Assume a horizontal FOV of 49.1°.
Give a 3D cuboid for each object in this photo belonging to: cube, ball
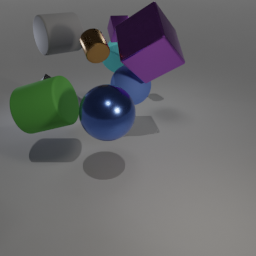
[{"bbox_3d":[-0.330,-3.749,10.617,0.700,0.700,0.700,-8,72,-18],"label":"cube"},{"bbox_3d":[0.094,-1.474,9.611,1.400,1.400,1.400,0,29,0],"label":"ball"},{"bbox_3d":[-0.509,-0.375,6.928,1.400,1.400,1.400,0,29,0],"label":"ball"},{"bbox_3d":[0.635,-2.437,8.207,1.400,1.400,1.400,-24,58,26],"label":"cube"}]

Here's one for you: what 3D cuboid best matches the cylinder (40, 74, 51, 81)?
[{"bbox_3d":[-3.145,-1.670,11.062,0.700,0.700,0.700,33,19,-24],"label":"cylinder"}]

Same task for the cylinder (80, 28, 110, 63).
[{"bbox_3d":[-0.943,-2.323,7.941,0.700,0.700,0.700,-12,56,-20],"label":"cylinder"}]

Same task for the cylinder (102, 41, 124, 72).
[{"bbox_3d":[-0.292,-3.358,12.430,1.400,1.400,1.400,17,63,27],"label":"cylinder"}]

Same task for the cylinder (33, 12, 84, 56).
[{"bbox_3d":[-2.560,-3.478,10.329,1.400,1.400,1.400,-20,35,-32],"label":"cylinder"}]

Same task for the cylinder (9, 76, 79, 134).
[{"bbox_3d":[-2.332,-0.644,7.970,1.400,1.400,1.400,-12,25,17],"label":"cylinder"}]
